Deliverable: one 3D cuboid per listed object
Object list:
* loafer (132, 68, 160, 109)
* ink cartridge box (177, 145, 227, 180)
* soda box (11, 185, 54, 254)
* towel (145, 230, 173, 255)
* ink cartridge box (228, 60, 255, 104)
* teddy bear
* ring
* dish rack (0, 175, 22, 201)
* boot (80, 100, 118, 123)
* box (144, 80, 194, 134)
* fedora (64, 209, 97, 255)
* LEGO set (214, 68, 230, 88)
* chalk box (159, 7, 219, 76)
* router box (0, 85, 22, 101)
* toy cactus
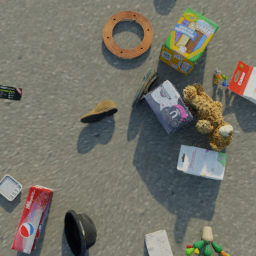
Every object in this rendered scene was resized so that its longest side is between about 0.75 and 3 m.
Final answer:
[{"bbox_3d":[0.737,-1.573,11.475,0.578,0.660,1.837,25,80,-2],"label":"loafer"},{"bbox_3d":[2.839,1.348,11.042,1.809,0.609,1.060,13,81,1],"label":"ink cartridge box"},{"bbox_3d":[-3.597,3.420,10.642,0.744,0.821,2.346,15,82,2],"label":"soda box"},{"bbox_3d":[1.214,4.658,10.765,0.879,0.229,1.326,-18,82,-2],"label":"towel"},{"bbox_3d":[5.116,-1.867,11.450,1.700,0.426,1.379,26,82,-12],"label":"ink cartridge box"},{"bbox_3d":[3.163,-0.527,10.806,0.949,2.060,2.842,-32,69,34],"label":"teddy bear"},{"bbox_3d":[0.005,-4.006,12.037,2.145,0.206,2.145,0,81,0],"label":"ring"},{"bbox_3d":[-4.687,2.358,11.117,0.877,0.191,0.752,38,84,5],"label":"dish rack"},{"bbox_3d":[-1.240,-0.661,11.459,1.567,0.577,0.591,-22,61,-5],"label":"boot"},{"bbox_3d":[1.646,-0.814,10.995,1.170,1.016,1.770,-34,84,15],"label":"box"},{"bbox_3d":[-1.720,3.865,10.474,0.820,1.795,1.795,-5,80,-36],"label":"fedora"},{"bbox_3d":[3.865,-1.967,11.681,0.391,0.421,1.025,-34,77,-35],"label":"LEGO set"},{"bbox_3d":[2.549,-3.630,11.320,1.489,1.499,2.402,33,84,5],"label":"chalk box"},{"bbox_3d":[-4.111,-1.150,8.716,1.353,1.014,0.420,5,94,-36],"label":"router box"},{"bbox_3d":[3.024,4.536,10.599,1.787,0.914,1.475,6,63,4],"label":"toy cactus"}]
